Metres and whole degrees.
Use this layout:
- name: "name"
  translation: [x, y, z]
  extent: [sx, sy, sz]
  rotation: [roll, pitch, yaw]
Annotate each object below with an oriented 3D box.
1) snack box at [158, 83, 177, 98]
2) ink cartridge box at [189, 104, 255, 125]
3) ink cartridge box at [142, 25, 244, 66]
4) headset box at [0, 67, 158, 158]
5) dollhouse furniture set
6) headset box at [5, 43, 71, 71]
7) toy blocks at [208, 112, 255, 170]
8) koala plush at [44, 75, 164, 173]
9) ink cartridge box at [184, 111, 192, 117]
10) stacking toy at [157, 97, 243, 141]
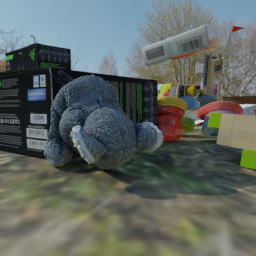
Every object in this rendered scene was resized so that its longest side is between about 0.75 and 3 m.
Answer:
- name: "snack box"
  translation: [1.064, -1.097, 12.422]
  extent: [0.593, 1.592, 2.239]
  rotation: [30, -14, -36]
- name: "ink cartridge box"
  translation: [3.563, -0.333, 11.225]
  extent: [2.592, 0.650, 2.102]
  rotation: [-19, 7, -6]
- name: "ink cartridge box"
  translation: [2.103, -2.533, 8.728]
  extent: [2.206, 0.682, 2.719]
  rotation: [-6, 7, 44]
- name: "headset box"
  translation: [-1.028, -0.329, 5.373]
  extent: [2.382, 1.269, 2.735]
  rotation: [4, 6, 39]
- name: "dollhouse furniture set"
  translation: [2.391, -1.814, 10.015]
  extent: [1.633, 2.363, 2.503]
  rotation: [3, -12, 22]
- name: "headset box"
  translation: [-3.383, -1.612, 10.508]
  extent: [2.594, 2.980, 1.382]
  rotation: [6, 7, 44]
- name: "toy blocks"
  translation: [2.012, 0.153, 3.497]
  extent: [1.145, 0.837, 1.674]
  rotation: [10, 0, -32]
- name: "koala plush"
  translation: [-0.308, 0.031, 3.136]
  extent: [1.099, 1.139, 1.239]
  rotation: [-3, 17, -25]
- name: "ink cartridge box"
  translation: [2.114, -0.916, 14.021]
  extent: [1.737, 1.003, 2.388]
  rotation: [0, 5, 2]
- name: "stacking toy"
  translation: [1.481, 0.073, 6.207]
  extent: [1.911, 0.807, 1.730]
  rotation: [4, -21, 10]
